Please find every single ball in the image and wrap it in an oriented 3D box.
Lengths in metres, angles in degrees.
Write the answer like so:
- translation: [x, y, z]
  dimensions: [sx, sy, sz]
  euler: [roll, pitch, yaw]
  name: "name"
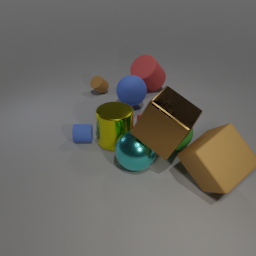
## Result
- translation: [0.267, 0.733, 9.352]
  dimensions: [1.400, 1.400, 1.400]
  euler: [0, 32, 0]
  name: "ball"
- translation: [1.688, 0.136, 10.313]
  dimensions: [1.400, 1.400, 1.400]
  euler: [0, 32, 0]
  name: "ball"
- translation: [0.161, -1.716, 12.849]
  dimensions: [1.400, 1.400, 1.400]
  euler: [0, 32, 0]
  name: "ball"

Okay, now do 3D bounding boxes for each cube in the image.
- translation: [1.187, -0.182, 8.639]
  dimensions: [1.400, 1.400, 1.400]
  euler: [37, 38, 7]
  name: "cube"
- translation: [2.572, 0.901, 8.146]
  dimensions: [1.400, 1.400, 1.400]
  euler: [-36, -1, -15]
  name: "cube"

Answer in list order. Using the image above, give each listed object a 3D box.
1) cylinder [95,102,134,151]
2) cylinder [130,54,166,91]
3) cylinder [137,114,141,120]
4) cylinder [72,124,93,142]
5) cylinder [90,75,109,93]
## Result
- translation: [-0.494, -0.081, 10.633]
  dimensions: [1.400, 1.400, 1.400]
  euler: [0, 33, 0]
  name: "cylinder"
- translation: [1.050, -2.804, 14.354]
  dimensions: [1.400, 1.400, 1.400]
  euler: [-11, 67, 27]
  name: "cylinder"
- translation: [0.692, -0.170, 11.253]
  dimensions: [0.700, 0.700, 0.700]
  euler: [4, 10, -1]
  name: "cylinder"
- translation: [-1.744, 0.200, 10.851]
  dimensions: [0.700, 0.700, 0.700]
  euler: [0, 32, 0]
  name: "cylinder"
- translation: [-1.456, -2.236, 14.354]
  dimensions: [0.700, 0.700, 0.700]
  euler: [23, -3, 32]
  name: "cylinder"
